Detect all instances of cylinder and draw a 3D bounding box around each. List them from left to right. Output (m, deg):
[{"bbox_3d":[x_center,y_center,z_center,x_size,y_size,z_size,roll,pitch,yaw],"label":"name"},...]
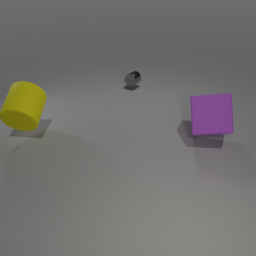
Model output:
[{"bbox_3d":[-3.987,-0.820,10.751,1.400,1.400,1.400,3,56,5],"label":"cylinder"},{"bbox_3d":[0.273,-2.711,15.374,0.700,0.700,0.700,15,30,24],"label":"cylinder"}]

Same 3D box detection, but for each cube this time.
[{"bbox_3d":[3.076,-0.504,10.445,1.400,1.400,1.400,-3,2,13],"label":"cube"}]
